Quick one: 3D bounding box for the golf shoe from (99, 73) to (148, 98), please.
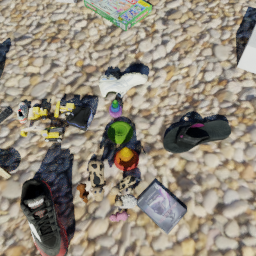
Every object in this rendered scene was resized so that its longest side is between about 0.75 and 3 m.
[{"bbox_3d":[-0.151,-1.589,10.825,1.896,0.742,0.922,-7,77,2],"label":"golf shoe"}]

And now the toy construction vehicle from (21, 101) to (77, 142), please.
[{"bbox_3d":[-2.807,-0.328,10.023,1.771,0.624,1.542,2,60,1],"label":"toy construction vehicle"}]

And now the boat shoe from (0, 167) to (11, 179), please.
[{"bbox_3d":[-4.455,1.385,9.141,1.434,0.517,0.466,21,69,16],"label":"boat shoe"}]

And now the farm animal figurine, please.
[{"bbox_3d":[-0.555,1.821,8.195,1.821,0.916,1.471,28,79,3],"label":"farm animal figurine"}]

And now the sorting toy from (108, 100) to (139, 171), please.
[{"bbox_3d":[-0.237,0.116,9.622,0.910,0.904,2.624,-10,62,-6],"label":"sorting toy"}]

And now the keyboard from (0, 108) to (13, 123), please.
[{"bbox_3d":[-4.752,-0.443,10.396,0.495,0.106,0.824,36,65,18],"label":"keyboard"}]

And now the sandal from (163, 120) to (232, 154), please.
[{"bbox_3d":[2.400,0.161,9.753,2.535,0.607,0.953,-16,62,-9],"label":"sandal"}]

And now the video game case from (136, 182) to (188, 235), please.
[{"bbox_3d":[1.029,2.472,8.722,1.346,0.128,0.961,40,68,21],"label":"video game case"}]

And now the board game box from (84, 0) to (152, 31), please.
[{"bbox_3d":[-0.498,-5.801,13.283,2.729,0.397,1.837,37,68,19],"label":"board game box"}]

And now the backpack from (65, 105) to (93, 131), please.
[{"bbox_3d":[-1.642,-0.357,10.017,0.877,0.676,0.835,21,71,10],"label":"backpack"}]

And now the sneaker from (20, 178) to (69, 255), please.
[{"bbox_3d":[-2.461,2.553,8.023,0.921,1.274,2.607,-21,64,-14],"label":"sneaker"}]

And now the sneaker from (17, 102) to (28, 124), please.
[{"bbox_3d":[-3.902,-0.639,10.314,0.324,0.430,0.920,-9,61,-5],"label":"sneaker"}]

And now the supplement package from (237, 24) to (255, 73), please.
[{"bbox_3d":[5.536,-3.404,11.410,1.269,1.265,2.164,24,63,13],"label":"supplement package"}]

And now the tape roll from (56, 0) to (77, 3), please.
[{"bbox_3d":[-2.920,-6.603,13.223,0.882,1.285,1.285,5,60,3],"label":"tape roll"}]
